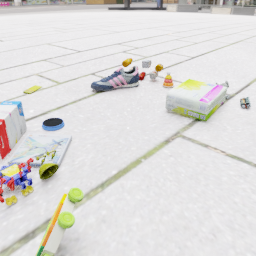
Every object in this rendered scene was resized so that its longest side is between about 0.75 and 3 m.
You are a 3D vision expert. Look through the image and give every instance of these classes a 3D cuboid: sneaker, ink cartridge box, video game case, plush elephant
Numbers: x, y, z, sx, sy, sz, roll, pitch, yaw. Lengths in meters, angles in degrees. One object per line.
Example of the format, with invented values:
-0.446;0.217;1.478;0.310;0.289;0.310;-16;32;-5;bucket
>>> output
-0.723;-2.808;15.550;2.872;1.178;1.007;-13;31;-22;sneaker
-4.570;0.030;10.292;0.755;1.304;2.245;2;29;3;ink cartridge box
-3.086;0.763;10.099;1.743;0.210;1.912;2;29;3;video game case
4.781;-1.993;14.423;1.071;0.829;0.882;15;35;23;plush elephant

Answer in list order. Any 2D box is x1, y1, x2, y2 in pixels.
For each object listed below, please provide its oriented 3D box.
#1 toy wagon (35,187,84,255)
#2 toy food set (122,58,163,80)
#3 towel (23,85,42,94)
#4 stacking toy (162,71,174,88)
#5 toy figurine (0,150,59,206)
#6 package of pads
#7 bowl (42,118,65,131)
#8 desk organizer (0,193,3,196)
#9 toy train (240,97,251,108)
-1.530;2.264;5.836;0.411;1.612;2.078;26;28;-7;toy wagon
0.981;-3.627;17.005;2.493;1.190;1.122;7;30;19;toy food set
-5.254;-2.120;15.457;0.486;0.102;1.128;14;30;13;towel
2.293;-2.771;15.768;0.667;0.912;0.667;1;29;0;stacking toy
-3.255;1.217;8.360;1.236;1.088;2.063;20;32;30;toy figurine
3.228;-1.457;13.301;2.143;0.946;2.774;19;33;28;package of pads
-3.161;-0.173;11.826;0.942;0.185;0.942;0;29;0;bowl
-4.174;1.873;7.935;1.072;0.384;0.413;-18;36;-28;desk organizer
5.673;-1.220;13.540;0.465;0.348;0.816;-14;28;27;toy train
